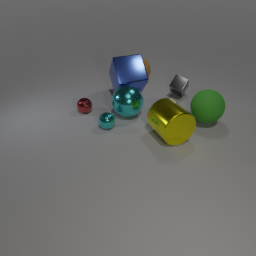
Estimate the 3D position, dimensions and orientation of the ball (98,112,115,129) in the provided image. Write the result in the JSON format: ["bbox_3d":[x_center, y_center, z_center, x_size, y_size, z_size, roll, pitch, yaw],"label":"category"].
[{"bbox_3d":[-0.879,-0.305,11.593,0.700,0.700,0.700,0,32,0],"label":"ball"}]

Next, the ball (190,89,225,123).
[{"bbox_3d":[3.304,-0.902,11.624,1.400,1.400,1.400,0,32,0],"label":"ball"}]

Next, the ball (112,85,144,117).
[{"bbox_3d":[-0.020,-1.174,12.288,1.400,1.400,1.400,0,32,0],"label":"ball"}]

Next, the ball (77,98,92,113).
[{"bbox_3d":[-1.977,-1.030,12.737,0.700,0.700,0.700,0,32,0],"label":"ball"}]

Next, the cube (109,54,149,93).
[{"bbox_3d":[-0.004,-2.481,13.311,1.400,1.400,1.400,-11,74,-15],"label":"cube"}]

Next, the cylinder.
[{"bbox_3d":[1.655,-0.263,10.850,1.400,1.400,1.400,-13,34,-20],"label":"cylinder"}]

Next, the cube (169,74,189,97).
[{"bbox_3d":[2.545,-2.105,13.925,0.700,0.700,0.700,29,81,19],"label":"cube"}]

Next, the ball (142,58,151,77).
[{"bbox_3d":[0.536,-3.161,15.298,1.400,1.400,1.400,0,32,0],"label":"ball"}]
